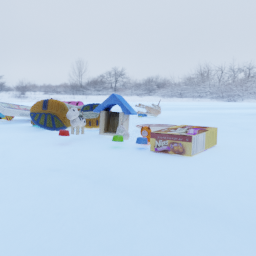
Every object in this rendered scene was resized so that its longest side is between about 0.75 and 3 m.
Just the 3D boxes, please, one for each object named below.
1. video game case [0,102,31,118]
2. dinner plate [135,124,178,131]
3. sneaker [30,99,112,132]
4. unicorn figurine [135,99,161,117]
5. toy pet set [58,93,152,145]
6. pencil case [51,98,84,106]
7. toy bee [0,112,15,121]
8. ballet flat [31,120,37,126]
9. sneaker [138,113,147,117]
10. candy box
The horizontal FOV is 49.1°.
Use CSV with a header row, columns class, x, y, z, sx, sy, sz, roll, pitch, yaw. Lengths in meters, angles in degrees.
class,x,y,z,sx,sy,sz,roll,pitch,yaw
video game case,-4.787,-0.798,13.163,2.432,0.307,2.669,8,7,-34
dinner plate,1.052,0.003,9.613,1.620,0.196,1.620,0,8,0
sneaker,-1.902,-0.324,9.771,2.923,1.100,1.288,7,-5,8
unicorn figurine,1.279,-1.036,16.150,1.725,0.927,2.511,8,20,-11
toy pet set,-0.365,-0.346,7.518,2.282,1.212,2.131,5,3,15
pencil case,-3.393,-1.048,15.059,2.392,1.086,1.121,7,8,33
toy bee,-5.974,-0.587,13.352,1.110,0.603,0.727,33,31,10
ballet flat,-3.087,-0.356,10.516,0.648,0.691,1.910,-6,9,-41
sneaker,0.840,-0.787,15.824,0.267,0.318,0.810,3,6,39
candy box,1.322,0.241,6.404,0.973,0.471,1.668,6,8,35
